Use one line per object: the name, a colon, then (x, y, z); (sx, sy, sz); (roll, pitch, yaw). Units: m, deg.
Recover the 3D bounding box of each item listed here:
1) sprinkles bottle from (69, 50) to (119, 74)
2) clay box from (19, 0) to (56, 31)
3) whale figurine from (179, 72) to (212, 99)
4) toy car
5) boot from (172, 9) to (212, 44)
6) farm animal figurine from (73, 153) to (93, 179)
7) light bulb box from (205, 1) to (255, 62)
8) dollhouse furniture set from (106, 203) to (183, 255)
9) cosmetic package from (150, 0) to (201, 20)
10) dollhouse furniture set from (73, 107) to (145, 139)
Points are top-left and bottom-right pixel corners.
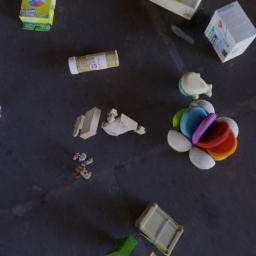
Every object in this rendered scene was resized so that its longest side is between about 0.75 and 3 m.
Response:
sprinkles bottle: (-1.459, -2.827, 11.986); (2.064, 0.704, 0.704); (-11, 78, -2)
clay box: (-4.038, -5.579, 12.657); (1.334, 0.553, 2.321); (5, 77, 2)
whale figurine: (2.826, -1.734, 11.838); (1.499, 0.778, 1.192); (13, 72, -21)
toy car: (2.947, 0.147, 10.708); (2.601, 1.950, 2.276); (39, 81, 8)
boot: (2.840, -4.715, 12.484); (1.255, 0.500, 1.523); (36, 84, -4)
farm animal figurine: (-1.828, 1.514, 11.201); (0.808, 0.503, 1.000); (7, 74, -18)
light bulb box: (4.259, -3.987, 11.748); (1.043, 1.656, 1.671); (-25, 78, -7)
dollhouse furniture set: (0.674, 4.291, 10.529); (1.625, 1.245, 2.481); (44, 52, 2)
cosmetic package: (2.099, -6.041, 12.618); (2.334, 0.830, 1.228); (27, 79, 6)
dollhouse furniture set: (-0.612, 0.194, 8.740); (1.734, 1.478, 0.846); (31, 55, -32)
